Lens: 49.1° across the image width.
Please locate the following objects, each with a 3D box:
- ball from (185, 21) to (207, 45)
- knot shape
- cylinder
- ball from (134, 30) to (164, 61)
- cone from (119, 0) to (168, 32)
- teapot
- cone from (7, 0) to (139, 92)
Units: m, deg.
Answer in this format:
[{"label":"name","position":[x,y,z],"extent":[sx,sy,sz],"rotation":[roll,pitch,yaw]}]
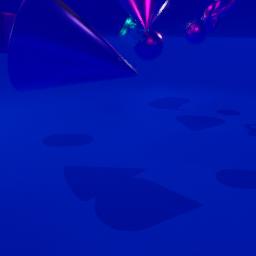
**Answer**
[{"label":"ball","position":[2.245,-3.137,9.258],"extent":[0.736,0.736,0.736],"rotation":[0,20,0]},{"label":"knot shape","position":[2.373,-3.110,7.236],"extent":[0.555,1.124,1.201],"rotation":[35,40,-2]},{"label":"cylinder","position":[-3.079,-2.314,6.786],"extent":[0.917,0.917,0.917],"rotation":[6,17,-2]},{"label":"ball","position":[0.810,-3.267,11.078],"extent":[1.190,1.190,1.190],"rotation":[0,20,0]},{"label":"cone","position":[0.473,-3.207,7.743],"extent":[1.497,1.497,1.503],"rotation":[-1,62,-2]},{"label":"teapot","position":[0.184,-3.484,10.232],"extent":[0.967,1.227,1.974],"rotation":[27,-3,-17]},{"label":"cone","position":[-0.599,-1.038,4.124],"extent":[1.610,1.604,1.604],"rotation":[19,20,-1]}]
